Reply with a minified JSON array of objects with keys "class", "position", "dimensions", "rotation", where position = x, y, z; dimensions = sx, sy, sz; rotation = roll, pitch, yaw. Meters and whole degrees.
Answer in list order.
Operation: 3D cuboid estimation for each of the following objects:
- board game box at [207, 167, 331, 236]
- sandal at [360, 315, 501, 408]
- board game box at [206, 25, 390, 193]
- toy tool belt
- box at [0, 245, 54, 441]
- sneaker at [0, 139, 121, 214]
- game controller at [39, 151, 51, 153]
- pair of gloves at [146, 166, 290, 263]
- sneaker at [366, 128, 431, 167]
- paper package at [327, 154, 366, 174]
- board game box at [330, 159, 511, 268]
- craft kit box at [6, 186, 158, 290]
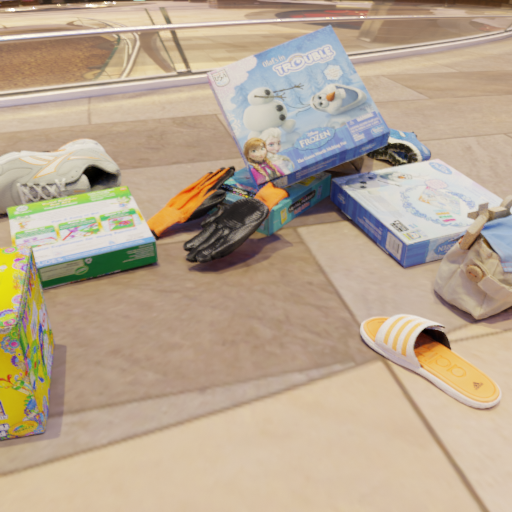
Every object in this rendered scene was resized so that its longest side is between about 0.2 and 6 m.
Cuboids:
[{"class":"board game box","position":[0.276,-1.527,13.423],"dimensions":[1.977,0.614,2.619],"rotation":[21,37,31]},{"class":"sandal","position":[2.703,1.380,8.617],"dimensions":[0.910,0.681,2.375],"rotation":[-25,39,-35]},{"class":"board game box","position":[0.900,-3.346,12.727],"dimensions":[3.154,0.684,3.139],"rotation":[-23,71,-3]},{"class":"toy tool belt","position":[4.621,-0.200,10.084],"dimensions":[2.981,1.832,1.862],"rotation":[-20,37,-29]},{"class":"box","position":[-3.615,1.186,7.773],"dimensions":[1.196,1.889,1.961],"rotation":[-8,32,-12]},{"class":"sneaker","position":[-4.789,-1.755,13.219],"dimensions":[3.465,1.312,1.594],"rotation":[-30,50,-33]},{"class":"game controller","position":[-5.404,-2.544,15.408],"dimensions":[1.952,0.411,1.018],"rotation":[15,20,22]},{"class":"pair of gloves","position":[-0.892,-0.939,11.899],"dimensions":[2.489,0.345,2.794],"rotation":[-41,41,-16]},{"class":"sneaker","position":[3.925,-3.136,15.927],"dimensions":[1.078,0.950,2.418],"rotation":[-14,42,-35]},{"class":"paper package","position":[1.521,-3.380,14.788],"dimensions":[2.987,1.621,3.134],"rotation":[12,21,9]},{"class":"board game box","position":[3.721,-1.083,12.522],"dimensions":[3.030,0.660,3.045],"rotation":[-13,37,-18]},{"class":"craft kit box","position":[-3.643,-0.451,11.558],"dimensions":[2.641,0.641,2.608],"rotation":[-13,39,-18]}]
